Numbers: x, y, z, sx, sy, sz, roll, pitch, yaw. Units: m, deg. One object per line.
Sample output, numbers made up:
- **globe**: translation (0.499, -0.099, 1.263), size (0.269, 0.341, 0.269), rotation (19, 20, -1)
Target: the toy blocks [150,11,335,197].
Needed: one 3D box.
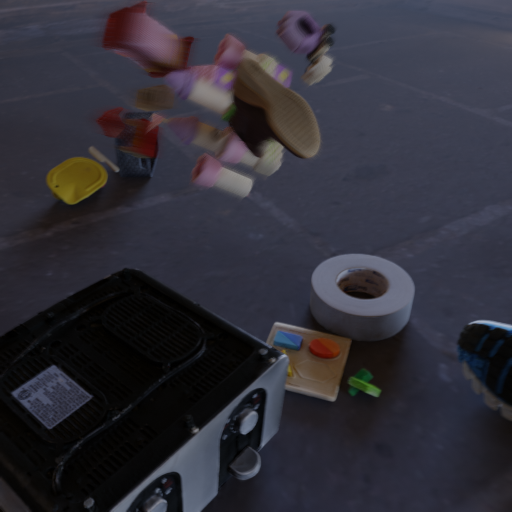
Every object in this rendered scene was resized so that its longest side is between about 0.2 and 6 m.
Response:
- **toy blocks**: translation (-0.509, -3.172, 10.828), size (2.577, 3.061, 2.860), rotation (20, 64, -25)

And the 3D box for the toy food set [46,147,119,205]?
- **toy food set**: translation (-4.297, -1.808, 13.733), size (1.115, 0.619, 1.895), rotation (35, 45, 6)

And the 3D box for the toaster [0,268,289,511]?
- **toaster**: translation (-1.827, 1.948, 7.044), size (3.506, 2.080, 3.170), rotation (26, 43, 31)

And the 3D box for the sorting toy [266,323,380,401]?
- **sorting toy**: translation (1.048, 1.681, 8.966), size (1.967, 0.290, 1.454), rotation (11, 36, 15)

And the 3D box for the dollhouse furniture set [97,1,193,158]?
- **dollhouse furniture set**: translation (-2.318, -3.445, 11.281), size (1.075, 2.643, 1.422), rotation (5, -7, 38)

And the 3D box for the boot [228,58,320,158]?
- **boot**: translation (0.238, -2.093, 9.253), size (0.722, 1.661, 1.997), rotation (-31, 76, -18)

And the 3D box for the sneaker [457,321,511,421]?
- **sneaker**: translation (4.692, 1.888, 8.096), size (3.512, 1.317, 1.522), rotation (28, 33, 28)

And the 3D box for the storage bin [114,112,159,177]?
- **storage bin**: translation (-3.107, -2.942, 14.703), size (0.831, 1.198, 1.773), rotation (-1, 35, -2)

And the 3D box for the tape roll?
- **tape roll**: translation (1.880, 0.709, 10.076), size (1.802, 0.595, 1.802), rotation (-1, 35, 0)
